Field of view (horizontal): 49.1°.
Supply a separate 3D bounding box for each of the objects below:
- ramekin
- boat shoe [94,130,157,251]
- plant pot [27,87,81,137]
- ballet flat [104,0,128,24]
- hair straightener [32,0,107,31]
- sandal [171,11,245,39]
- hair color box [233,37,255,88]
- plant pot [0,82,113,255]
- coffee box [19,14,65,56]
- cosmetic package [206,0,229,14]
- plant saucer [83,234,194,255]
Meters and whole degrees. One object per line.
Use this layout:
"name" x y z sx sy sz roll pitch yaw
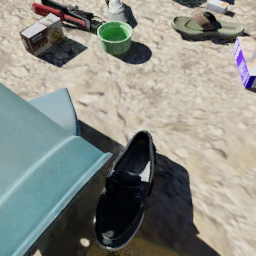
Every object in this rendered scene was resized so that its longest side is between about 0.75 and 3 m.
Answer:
"ramekin" -0.435 -3.091 9.658 1.184 0.578 1.184 0 55 0
"boat shoe" 0.038 1.145 6.150 1.084 0.962 2.901 18 45 16
"plant pot" -1.825 0.115 6.982 1.391 1.387 1.416 -24 67 -16
"ballet flat" -0.569 -4.743 10.744 0.706 0.667 2.095 -22 57 2
"hair straightener" -2.070 -4.408 10.567 2.949 0.603 1.135 20 57 13
"sandal" 2.863 -3.792 10.042 2.645 0.755 1.050 4 55 3
"hair color box" 4.108 -2.129 8.984 1.013 0.600 1.853 0 53 1
"plant pot" -2.279 0.658 5.087 2.847 2.906 2.906 41 62 1
"coffee box" -2.924 -3.199 9.614 0.548 0.776 1.374 34 61 22
"cosmetic package" 3.519 -4.811 11.054 0.778 0.277 0.395 28 60 19
"plant saucer" 0.110 3.208 4.916 2.448 0.593 2.448 15 41 16
